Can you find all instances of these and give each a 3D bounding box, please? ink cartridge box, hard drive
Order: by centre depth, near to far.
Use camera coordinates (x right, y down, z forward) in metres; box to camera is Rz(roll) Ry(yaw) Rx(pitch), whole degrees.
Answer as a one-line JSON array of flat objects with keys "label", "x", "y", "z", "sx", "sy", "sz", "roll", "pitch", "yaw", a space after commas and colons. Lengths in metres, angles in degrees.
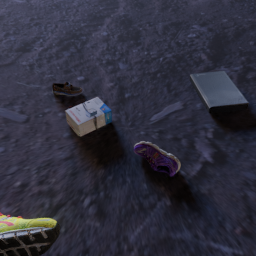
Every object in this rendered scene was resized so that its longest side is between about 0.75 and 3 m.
[{"label": "ink cartridge box", "x": -1.011, "y": -0.303, "z": 7.269, "sx": 0.989, "sy": 0.425, "sz": 0.724, "roll": -26, "pitch": 49, "yaw": -27}, {"label": "hard drive", "x": 2.610, "y": -1.087, "z": 8.204, "sx": 1.142, "sy": 0.269, "sz": 1.637, "roll": -7, "pitch": 44, "yaw": -7}]

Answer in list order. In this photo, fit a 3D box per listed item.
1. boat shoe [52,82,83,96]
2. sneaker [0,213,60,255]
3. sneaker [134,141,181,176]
[{"label": "boat shoe", "x": -1.795, "y": -1.165, "z": 8.243, "sx": 0.904, "sy": 0.327, "sz": 0.327, "roll": 0, "pitch": 43, "yaw": 0}, {"label": "sneaker", "x": -2.297, "y": 1.751, "z": 4.793, "sx": 2.229, "sy": 0.871, "sz": 1.007, "roll": -7, "pitch": 42, "yaw": -7}, {"label": "sneaker", "x": 0.592, "y": 0.687, "z": 6.223, "sx": 1.139, "sy": 0.459, "sz": 0.475, "roll": 25, "pitch": 55, "yaw": 23}]
